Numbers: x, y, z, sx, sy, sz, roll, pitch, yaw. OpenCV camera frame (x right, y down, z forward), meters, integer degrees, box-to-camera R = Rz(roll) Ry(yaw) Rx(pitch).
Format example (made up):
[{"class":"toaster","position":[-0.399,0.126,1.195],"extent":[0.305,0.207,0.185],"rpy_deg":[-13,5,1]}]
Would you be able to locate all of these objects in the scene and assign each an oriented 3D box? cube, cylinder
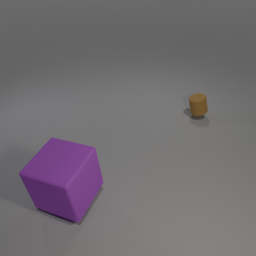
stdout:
[{"class":"cube","position":[-1.649,1.308,7.304],"extent":[1.400,1.400,1.400],"rpy_deg":[11,42,21]},{"class":"cylinder","position":[2.902,-0.966,11.553],"extent":[0.700,0.700,0.700],"rpy_deg":[-12,31,7]}]
